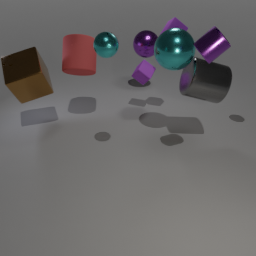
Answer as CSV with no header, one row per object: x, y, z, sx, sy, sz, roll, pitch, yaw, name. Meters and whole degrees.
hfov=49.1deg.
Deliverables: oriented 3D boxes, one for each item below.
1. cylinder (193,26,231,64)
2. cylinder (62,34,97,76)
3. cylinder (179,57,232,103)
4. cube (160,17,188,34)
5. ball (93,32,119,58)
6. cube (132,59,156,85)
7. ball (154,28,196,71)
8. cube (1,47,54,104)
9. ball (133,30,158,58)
2.226,-2.198,7.435,0.700,0.700,0.700,-39,20,22,cylinder
-2.016,-3.001,11.670,1.400,1.400,1.400,2,0,0,cylinder
2.772,-1.720,10.142,1.400,1.400,1.400,12,28,-10,cylinder
1.816,-3.835,11.147,0.700,0.700,0.700,33,-3,-16,cube
-0.604,-2.284,7.711,0.700,0.700,0.700,0,29,0,ball
0.716,-2.546,12.814,0.700,0.700,0.700,35,61,-14,cube
1.584,-2.666,9.539,1.400,1.400,1.400,0,29,0,ball
-3.951,-2.062,11.064,1.400,1.400,1.400,-19,63,-3,cube
0.962,-4.422,14.775,1.400,1.400,1.400,0,29,0,ball
